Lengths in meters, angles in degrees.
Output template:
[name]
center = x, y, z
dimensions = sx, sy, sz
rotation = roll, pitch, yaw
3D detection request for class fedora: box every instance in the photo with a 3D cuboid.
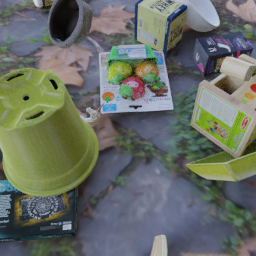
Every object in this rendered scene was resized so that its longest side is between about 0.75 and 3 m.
[fedora]
center = -1.592, -3.149, 8.213
dimensions = 0.796, 1.762, 1.559
rotation = -7, 53, -49

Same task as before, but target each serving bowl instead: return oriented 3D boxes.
[serving bowl]
center = 2.544, -5.052, 11.556
dimensions = 2.794, 0.919, 2.794
rotation = 26, 47, -32

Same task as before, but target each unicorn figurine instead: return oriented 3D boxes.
[unicorn figurine]
center = -1.678, -0.115, 8.635
dimensions = 1.293, 0.695, 1.882
rotation = 24, 72, 13

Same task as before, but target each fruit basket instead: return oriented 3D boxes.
[fruit basket]
center = 0.209, -1.674, 9.422
dimensions = 2.357, 1.193, 2.545
rotation = -3, 56, -2

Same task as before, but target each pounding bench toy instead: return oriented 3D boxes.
[pounding bench toy]
center = 3.352, -1.067, 7.819
dimensions = 2.239, 2.871, 1.783
rotation = -35, 57, -24

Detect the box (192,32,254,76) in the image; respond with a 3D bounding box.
[box]
center = 3.458, -2.753, 10.352
dimensions = 1.783, 0.945, 1.090
rotation = -11, 54, -8

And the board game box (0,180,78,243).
[board game box]
center = -2.467, 2.026, 7.160
dimensions = 2.321, 0.327, 1.570
rotation = -4, 53, -2

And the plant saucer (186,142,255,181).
[plant saucer]
center = 2.941, 0.839, 7.170
dimensions = 2.240, 2.243, 0.537
rotation = -16, 85, -12

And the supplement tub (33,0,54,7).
[supplement tub]
center = -3.353, -6.608, 12.823
dimensions = 2.240, 1.617, 1.617
rotation = -23, 56, -16

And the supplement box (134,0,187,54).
[supplement box]
center = 1.215, -4.069, 10.910
dimensions = 1.624, 1.626, 1.091
rotation = 33, 61, 21

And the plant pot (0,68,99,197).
[plant pot]
center = -2.179, -0.027, 6.926
dimensions = 2.658, 2.443, 2.658
rotation = -1, 54, 1

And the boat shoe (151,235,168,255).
[boat shoe]
center = 0.383, 3.300, 5.966
dimensions = 0.684, 0.760, 2.107
rotation = 13, 60, 8
